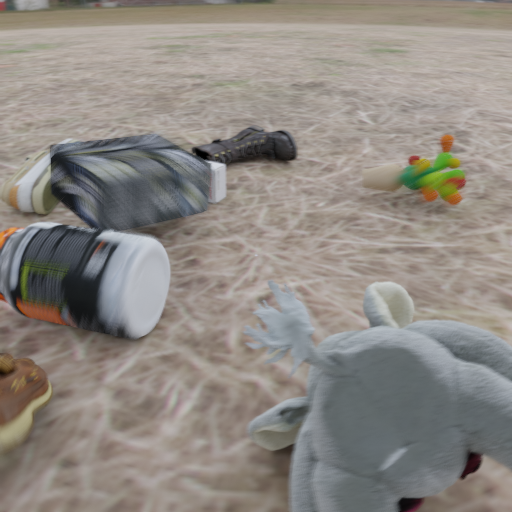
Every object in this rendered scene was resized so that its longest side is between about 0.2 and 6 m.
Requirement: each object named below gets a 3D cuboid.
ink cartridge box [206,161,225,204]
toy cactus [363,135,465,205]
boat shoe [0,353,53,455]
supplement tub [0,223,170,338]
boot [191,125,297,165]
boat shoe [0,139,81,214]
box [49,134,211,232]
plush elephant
[{"bbox_3d":[-1.265,-1.732,12.739,1.120,0.822,0.464,16,31,25],"label":"ink cartridge box"},{"bbox_3d":[3.454,-1.827,12.284,2.167,1.343,2.626,0,23,11],"label":"toy cactus"},{"bbox_3d":[-2.819,1.448,6.211,0.845,0.793,2.347,-15,7,-12],"label":"boat shoe"},{"bbox_3d":[-2.631,0.308,8.277,2.408,1.475,1.475,9,30,15],"label":"supplement tub"},{"bbox_3d":[-0.329,-2.731,14.819,2.097,0.834,2.409,-27,34,-31],"label":"boot"},{"bbox_3d":[-4.818,-1.968,12.857,1.031,1.127,3.015,7,29,0],"label":"boat shoe"},{"bbox_3d":[-2.401,-1.465,10.739,2.395,1.031,1.961,-18,38,-40],"label":"box"},{"bbox_3d":[1.238,1.529,5.496,3.061,2.521,2.370,46,4,13],"label":"plush elephant"}]
